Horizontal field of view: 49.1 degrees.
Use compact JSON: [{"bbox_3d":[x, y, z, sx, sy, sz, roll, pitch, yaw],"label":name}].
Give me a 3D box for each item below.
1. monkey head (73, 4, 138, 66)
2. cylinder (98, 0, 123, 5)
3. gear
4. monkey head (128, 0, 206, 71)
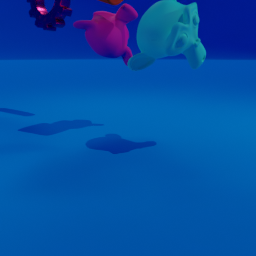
[{"bbox_3d":[-0.378,-2.365,6.917,1.792,1.080,1.289,31,-28,-30],"label":"monkey head"},{"bbox_3d":[-0.578,-3.304,6.079,0.988,0.988,0.988,27,25,22],"label":"cylinder"},{"bbox_3d":[-2.320,-3.851,8.272,1.840,1.840,0.340,12,16,37],"label":"gear"},{"bbox_3d":[0.847,-1.745,5.467,1.135,1.884,1.355,16,-21,46],"label":"monkey head"}]
